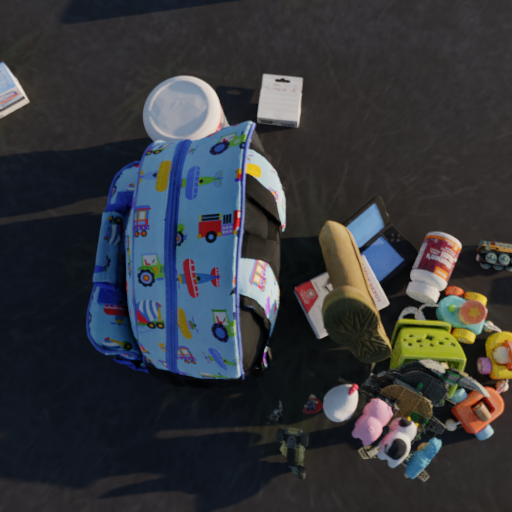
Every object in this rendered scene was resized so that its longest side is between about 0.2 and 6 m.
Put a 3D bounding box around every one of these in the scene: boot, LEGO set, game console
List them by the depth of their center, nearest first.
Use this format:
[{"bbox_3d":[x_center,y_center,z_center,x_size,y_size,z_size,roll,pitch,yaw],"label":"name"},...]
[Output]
[{"bbox_3d":[1.293,0.325,8.488,0.725,1.920,2.193,-20,49,13],"label":"boot"},{"bbox_3d":[1.938,2.502,9.214,3.454,0.979,2.243,-3,105,13],"label":"LEGO set"},{"bbox_3d":[2.071,-0.106,10.153,1.445,0.841,1.271,-40,77,-5],"label":"game console"}]

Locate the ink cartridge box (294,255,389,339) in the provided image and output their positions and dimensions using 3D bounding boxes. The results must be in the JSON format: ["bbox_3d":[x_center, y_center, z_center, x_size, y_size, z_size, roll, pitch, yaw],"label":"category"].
[{"bbox_3d":[1.500,0.731,9.971,1.382,0.573,1.014,-27,81,-2],"label":"ink cartridge box"}]

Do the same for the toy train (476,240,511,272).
[{"bbox_3d":[4.549,-0.015,10.430,0.892,0.380,0.509,7,66,2],"label":"toy train"}]

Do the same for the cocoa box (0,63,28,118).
[{"bbox_3d":[-5.185,-3.204,11.091,0.980,0.643,0.653,-32,78,-8],"label":"cocoa box"}]

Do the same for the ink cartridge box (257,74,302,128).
[{"bbox_3d":[0.486,-3.124,11.304,0.835,0.293,1.028,6,68,2],"label":"ink cartridge box"}]

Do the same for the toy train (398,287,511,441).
[{"bbox_3d":[3.740,1.773,9.773,1.918,0.710,2.554,-28,78,-7],"label":"toy train"}]

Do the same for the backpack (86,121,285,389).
[{"bbox_3d":[-0.959,0.040,8.422,2.807,4.173,3.809,4,77,1],"label":"backpack"}]

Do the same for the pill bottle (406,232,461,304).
[{"bbox_3d":[3.191,0.225,10.129,0.655,0.655,1.195,24,77,6],"label":"pill bottle"}]

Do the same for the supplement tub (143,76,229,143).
[{"bbox_3d":[-1.145,-2.216,10.054,1.315,1.874,1.315,-2,78,8],"label":"supplement tub"}]

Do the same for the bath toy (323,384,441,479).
[{"bbox_3d":[1.841,2.485,8.351,1.748,0.760,0.646,35,118,5],"label":"bath toy"}]

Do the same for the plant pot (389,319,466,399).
[{"bbox_3d":[2.818,1.707,9.553,1.083,1.077,0.982,3,40,1],"label":"plant pot"}]
